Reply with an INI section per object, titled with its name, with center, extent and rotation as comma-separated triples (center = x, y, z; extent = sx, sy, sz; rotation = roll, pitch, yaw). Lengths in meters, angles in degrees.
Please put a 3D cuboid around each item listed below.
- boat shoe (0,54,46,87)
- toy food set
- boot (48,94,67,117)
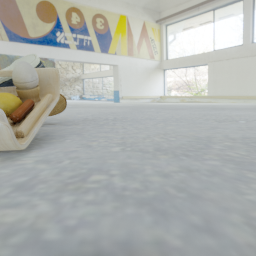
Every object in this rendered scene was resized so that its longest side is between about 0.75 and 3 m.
[boat shoe]
center = -2.868, -1.059, 6.613
extent = 2.009, 0.621, 0.752
rotation = -28, 44, -1
[toy food set]
center = -2.445, -0.493, 4.597
extent = 2.096, 0.883, 2.922
rotation = -2, 23, 0
[boot]
center = -2.566, -0.431, 7.292
extent = 2.033, 0.768, 2.321
rotation = -7, 14, -14
